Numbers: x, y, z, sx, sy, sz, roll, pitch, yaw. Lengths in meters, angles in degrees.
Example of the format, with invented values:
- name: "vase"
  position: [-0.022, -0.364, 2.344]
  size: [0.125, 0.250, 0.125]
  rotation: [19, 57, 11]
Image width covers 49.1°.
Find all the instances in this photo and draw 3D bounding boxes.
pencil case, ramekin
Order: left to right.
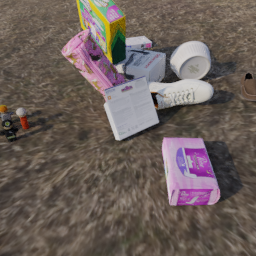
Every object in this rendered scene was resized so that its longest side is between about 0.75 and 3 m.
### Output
- name: "pencil case"
  position: [-0.758, -1.537, 7.871]
  size: [1.070, 2.472, 1.023]
  rotation: [-2, 48, 46]
- name: "ramekin"
  position: [2.221, -2.245, 9.741]
  size: [1.412, 1.412, 0.658]
  rotation: [-5, 48, -6]

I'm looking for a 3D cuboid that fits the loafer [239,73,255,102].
- name: "loafer"
  position: [4.021, -1.380, 9.268]
  size: [0.533, 0.518, 1.460]
  rotation: [2, 38, 2]

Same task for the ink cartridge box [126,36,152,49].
- name: "ink cartridge box"
  position: [0.265, -3.770, 12.494]
  size: [1.416, 0.297, 0.845]
  rotation: [-11, 39, -19]

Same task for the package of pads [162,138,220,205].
- name: "package of pads"
  position: [1.345, 0.910, 6.268]
  size: [1.008, 0.633, 1.673]
  rotation: [0, 38, 0]

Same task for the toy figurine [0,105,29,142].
- name: "toy figurine"
  position: [-3.282, -0.166, 7.616]
  size: [0.936, 0.662, 0.951]
  rotation: [13, 41, 16]

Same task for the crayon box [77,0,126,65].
- name: "crayon box"
  position: [-0.839, -3.322, 8.743]
  size: [0.613, 1.814, 2.103]
  rotation: [-30, 68, -15]

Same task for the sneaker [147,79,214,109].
- name: "sneaker"
  position: [1.384, -0.889, 8.491]
  size: [2.303, 0.838, 0.975]
  rotation: [0, 40, 18]

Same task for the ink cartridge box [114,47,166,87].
- name: "ink cartridge box"
  position: [0.081, -2.118, 9.894]
  size: [2.156, 0.903, 1.556]
  rotation: [16, 41, 20]

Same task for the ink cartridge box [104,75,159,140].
- name: "ink cartridge box"
  position: [0.073, -0.558, 7.567]
  size: [1.400, 1.403, 0.285]
  rotation: [-23, 13, -28]
